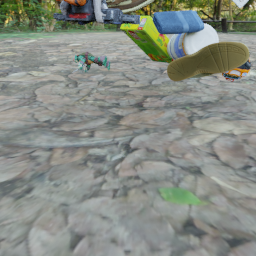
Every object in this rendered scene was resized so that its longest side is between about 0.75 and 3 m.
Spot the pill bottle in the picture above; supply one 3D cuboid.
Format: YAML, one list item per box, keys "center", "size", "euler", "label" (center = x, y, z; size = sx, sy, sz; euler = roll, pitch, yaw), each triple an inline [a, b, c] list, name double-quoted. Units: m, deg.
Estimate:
- center: [2.162, -2.914, 9.952]
  size: [1.208, 1.208, 2.156]
  euler: [-4, 11, -10]
  label: "pill bottle"

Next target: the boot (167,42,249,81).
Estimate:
- center: [0.912, -0.723, 3.034]
  size: [0.829, 0.299, 0.641]
  euler: [-11, 7, 34]
  label: "boot"

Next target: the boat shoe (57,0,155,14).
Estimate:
- center: [-0.394, -2.827, 5.749]
  size: [2.326, 0.859, 0.861]
  euler: [-14, -11, 11]
  label: "boat shoe"

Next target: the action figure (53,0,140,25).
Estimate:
- center: [-0.547, -1.933, 4.076]
  size: [1.478, 0.773, 1.430]
  euler: [9, 11, 12]
  label: "action figure"

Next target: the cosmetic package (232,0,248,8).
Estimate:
- center: [1.883, -3.194, 5.538]
  size: [1.649, 0.588, 0.837]
  euler: [43, 33, -3]
  label: "cosmetic package"

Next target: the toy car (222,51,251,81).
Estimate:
- center: [3.185, -1.426, 6.769]
  size: [2.081, 0.692, 1.021]
  euler: [2, 44, -5]
  label: "toy car"

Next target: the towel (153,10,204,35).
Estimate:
- center: [1.516, -3.165, 8.470]
  size: [1.481, 0.359, 0.827]
  euler: [-10, 61, -18]
  label: "towel"

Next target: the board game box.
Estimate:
- center: [0.940, -3.450, 11.115]
  size: [1.237, 0.580, 2.435]
  euler: [21, -6, 41]
  label: "board game box"

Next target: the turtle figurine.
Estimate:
- center: [-1.298, -2.099, 8.984]
  size: [1.368, 0.689, 1.024]
  euler: [4, 12, 13]
  label: "turtle figurine"
